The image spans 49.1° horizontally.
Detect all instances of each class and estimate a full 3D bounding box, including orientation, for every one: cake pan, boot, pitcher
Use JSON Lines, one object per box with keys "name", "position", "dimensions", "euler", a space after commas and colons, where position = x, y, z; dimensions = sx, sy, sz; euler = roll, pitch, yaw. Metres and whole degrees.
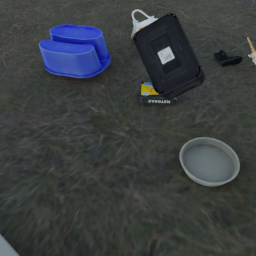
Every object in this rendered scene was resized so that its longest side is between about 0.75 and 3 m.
{"name": "cake pan", "position": [2.232, 0.944, 7.779], "dimensions": [1.617, 0.297, 1.617], "euler": [0, 46, 0]}
{"name": "boot", "position": [4.081, -2.917, 11.453], "dimensions": [0.952, 0.364, 0.800], "euler": [-14, 51, -5]}
{"name": "pitcher", "position": [0.884, -4.618, 12.510], "dimensions": [1.468, 1.259, 0.890], "euler": [1, 22, 2]}

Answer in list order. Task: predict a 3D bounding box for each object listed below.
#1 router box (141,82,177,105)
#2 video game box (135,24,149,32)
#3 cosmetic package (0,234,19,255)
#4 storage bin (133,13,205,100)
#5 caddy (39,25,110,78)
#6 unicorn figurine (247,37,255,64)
{"name": "router box", "position": [1.077, -1.227, 9.860], "dimensions": [1.231, 0.314, 0.918], "euler": [2, 46, 2]}
{"name": "video game box", "position": [1.210, -3.756, 11.763], "dimensions": [1.454, 0.340, 1.325], "euler": [-33, 94, -27]}
{"name": "cosmetic package", "position": [-2.620, 2.983, 5.191], "dimensions": [2.788, 1.257, 1.489], "euler": [28, 49, 27]}
{"name": "storage bin", "position": [0.936, -1.580, 6.366], "dimensions": [1.092, 0.757, 1.615], "euler": [-25, 77, 17]}
{"name": "caddy", "position": [-2.007, -2.804, 10.626], "dimensions": [2.663, 1.398, 1.883], "euler": [11, 55, 15]}
{"name": "unicorn figurine", "position": [5.771, -2.091, 10.323], "dimensions": [2.965, 1.095, 2.037], "euler": [14, 36, -6]}
